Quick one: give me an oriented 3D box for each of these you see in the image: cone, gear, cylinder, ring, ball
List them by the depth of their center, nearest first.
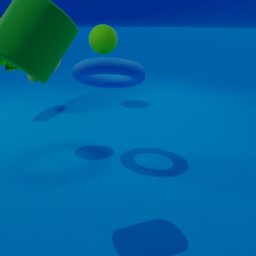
[{"bbox_3d":[-1.137,-1.075,3.368,0.793,0.793,0.793,32,-3,2],"label":"cylinder"},{"bbox_3d":[-0.405,-1.163,6.090,1.588,0.318,1.588,1,-4,0],"label":"ring"},{"bbox_3d":[-2.128,-1.674,6.182,0.922,0.925,0.922,-16,50,20],"label":"cone"},{"bbox_3d":[-4.010,-2.825,9.343,0.334,1.805,1.805,-9,19,16],"label":"gear"},{"bbox_3d":[-0.912,-3.265,10.351,1.058,1.058,1.058,0,22,0],"label":"ball"}]
